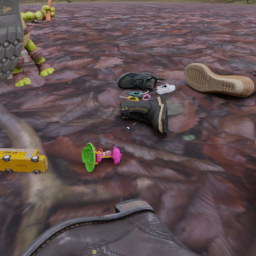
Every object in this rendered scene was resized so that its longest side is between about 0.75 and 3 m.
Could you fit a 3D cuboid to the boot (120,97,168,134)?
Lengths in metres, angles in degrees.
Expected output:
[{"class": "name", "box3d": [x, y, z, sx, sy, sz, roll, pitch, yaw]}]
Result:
[{"class": "boot", "box3d": [0.419, -0.354, 8.496, 1.558, 0.872, 2.252, -2, 16, 5]}]

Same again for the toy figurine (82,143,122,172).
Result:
[{"class": "toy figurine", "box3d": [-0.604, 0.698, 6.901, 0.839, 0.685, 0.912, 1, 1, -27]}]

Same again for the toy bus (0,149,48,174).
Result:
[{"class": "toy bus", "box3d": [-2.572, 0.782, 6.742, 1.277, 0.416, 0.500, 1, 28, 3]}]

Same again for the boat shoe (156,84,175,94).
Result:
[{"class": "boat shoe", "box3d": [1.519, -1.585, 11.060, 0.928, 0.303, 0.341, -23, 36, -34]}]

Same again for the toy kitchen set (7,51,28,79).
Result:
[{"class": "toy kitchen set", "box3d": [-5.140, -3.016, 12.589, 1.052, 1.289, 1.163, -5, 29, -8]}]

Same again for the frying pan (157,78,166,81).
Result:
[{"class": "frying pan", "box3d": [0.937, -2.191, 12.225, 1.432, 0.233, 0.866, 5, 30, 5]}]

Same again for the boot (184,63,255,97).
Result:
[{"class": "boot", "box3d": [3.949, -1.896, 11.265, 2.384, 1.037, 2.866, -7, 27, -36]}]

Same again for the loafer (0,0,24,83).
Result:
[{"class": "loafer", "box3d": [-2.033, -1.694, 4.130, 0.792, 2.269, 0.794, 35, 36, 18]}]

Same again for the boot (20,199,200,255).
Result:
[{"class": "boot", "box3d": [0.142, 2.174, 3.647, 2.938, 1.017, 2.558, -18, 33, -33]}]

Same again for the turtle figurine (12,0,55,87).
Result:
[{"class": "turtle figurine", "box3d": [-2.144, -1.666, 5.199, 0.674, 1.689, 2.094, 12, 38, 34]}]

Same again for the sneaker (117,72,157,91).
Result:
[{"class": "sneaker", "box3d": [0.439, -1.849, 11.180, 1.684, 0.644, 0.965, -7, 23, -24]}]

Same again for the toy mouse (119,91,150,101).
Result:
[{"class": "toy mouse", "box3d": [0.459, -1.111, 10.294, 1.172, 0.227, 1.042, 19, 35, 29]}]
